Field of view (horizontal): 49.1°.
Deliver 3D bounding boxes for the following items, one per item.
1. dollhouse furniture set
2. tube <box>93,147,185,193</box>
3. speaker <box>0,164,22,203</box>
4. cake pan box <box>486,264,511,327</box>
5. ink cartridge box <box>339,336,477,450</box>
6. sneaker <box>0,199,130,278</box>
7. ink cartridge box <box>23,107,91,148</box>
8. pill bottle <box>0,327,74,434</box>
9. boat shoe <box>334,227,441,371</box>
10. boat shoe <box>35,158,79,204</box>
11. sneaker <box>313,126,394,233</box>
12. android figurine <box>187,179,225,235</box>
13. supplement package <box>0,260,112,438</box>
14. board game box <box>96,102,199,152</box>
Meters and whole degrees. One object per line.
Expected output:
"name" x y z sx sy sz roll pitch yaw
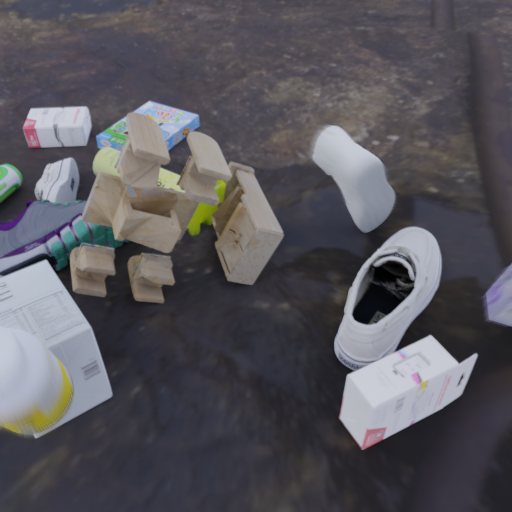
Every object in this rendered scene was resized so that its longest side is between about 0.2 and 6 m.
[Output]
"dollhouse furniture set" -1.058 -0.650 7.537 2.403 2.207 1.564 11 36 -31
"tube" -1.677 -1.220 9.309 2.191 0.569 0.636 24 86 18
"speaker" -4.320 -1.027 9.104 0.495 0.495 1.119 13 44 14
"cake pan box" 3.922 0.313 6.295 1.856 2.016 0.527 18 46 0
"ink cartridge box" 1.658 1.432 6.130 1.428 0.832 0.482 -19 46 -21
"sneaker" -2.637 -0.571 8.050 2.581 0.960 1.130 -28 70 -27
"ink cartridge box" -3.765 -2.458 10.688 1.090 0.462 0.794 -4 42 -3
"pill bottle" -2.030 1.032 4.677 0.723 1.290 0.723 1 64 -2
"boat shoe" 1.788 0.298 7.336 0.964 0.880 2.678 25 48 25
"boat shoe" -3.279 -1.045 9.048 0.559 0.612 1.701 -9 43 -1
"sneaker" 1.405 -1.149 8.184 0.686 1.861 1.075 -36 59 -3
"android figurine" -0.754 -0.767 7.873 0.201 0.980 0.892 29 45 20
"supplement package" -2.411 1.012 6.276 0.959 1.247 1.304 -26 48 -26
"board game box" -2.043 -2.383 10.727 1.221 0.295 1.615 20 45 22
